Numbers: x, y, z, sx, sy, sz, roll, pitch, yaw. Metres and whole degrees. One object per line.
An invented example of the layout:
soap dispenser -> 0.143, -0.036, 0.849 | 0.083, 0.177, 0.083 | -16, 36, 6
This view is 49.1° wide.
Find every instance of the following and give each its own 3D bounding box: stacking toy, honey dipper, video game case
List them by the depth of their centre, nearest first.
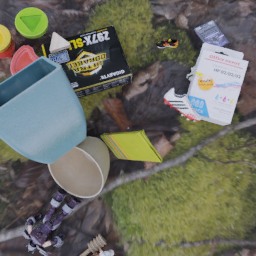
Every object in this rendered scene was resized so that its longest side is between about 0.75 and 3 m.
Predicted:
honey dipper -> -1.598, 4.128, 8.679 | 2.092, 0.397, 0.397 | -38, 75, -10
stacking toy -> -3.758, -2.988, 10.728 | 2.541, 1.186, 2.807 | -41, 85, -13
video game case -> 3.434, -3.758, 11.468 | 0.921, 0.122, 1.289 | -27, 74, -9

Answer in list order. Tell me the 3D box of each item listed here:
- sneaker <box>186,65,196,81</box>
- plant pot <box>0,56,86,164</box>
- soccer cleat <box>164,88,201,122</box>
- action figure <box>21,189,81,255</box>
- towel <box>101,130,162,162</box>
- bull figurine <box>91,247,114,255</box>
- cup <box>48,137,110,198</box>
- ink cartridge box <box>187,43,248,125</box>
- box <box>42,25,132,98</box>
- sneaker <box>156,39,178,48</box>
sneaker -> 2.700, -2.313, 10.806 | 0.503, 0.463, 1.256 | 31, 74, 12
plant pot -> -2.352, -0.333, 7.646 | 2.173, 2.213, 2.167 | -38, 32, -11
soccer cleat -> 1.858, -0.748, 9.147 | 1.476, 0.506, 0.629 | 31, 116, -7
action figure -> -2.457, 3.042, 8.883 | 1.393, 0.743, 2.141 | 37, 84, 4
towel -> 0.035, 0.535, 8.328 | 0.225, 2.494, 1.073 | -45, 108, -23
bull figurine -> -1.117, 4.220, 8.279 | 0.574, 1.069, 1.761 | 40, 76, 11
cup -> -1.366, 1.050, 9.054 | 1.952, 1.952, 1.396 | 27, 34, 9
ink cartridge box -> 3.121, -1.680, 9.958 | 1.631, 0.961, 2.833 | 17, 87, 5
box -> -1.566, -2.472, 10.730 | 2.920, 0.720, 2.332 | -17, 71, -5
sneaker -> 1.568, -3.432, 11.207 | 0.883, 0.397, 0.309 | 0, 71, 0
